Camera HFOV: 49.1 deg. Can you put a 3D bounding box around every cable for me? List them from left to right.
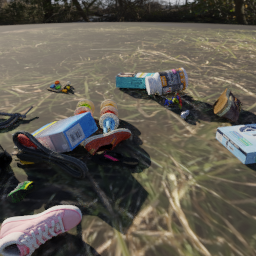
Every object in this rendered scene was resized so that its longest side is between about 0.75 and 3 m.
[{"bbox_3d":[-2.488,0.738,8.686,2.767,1.344,0.696,8,27,12],"label":"cable"}]

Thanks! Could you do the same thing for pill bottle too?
[{"bbox_3d":[2.003,-2.380,14.611,2.026,1.179,1.179,-12,28,-4],"label":"pill bottle"}]

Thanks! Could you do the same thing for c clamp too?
[{"bbox_3d":[-5.635,-0.469,12.283,2.328,0.315,1.988,4,32,4],"label":"c clamp"}]

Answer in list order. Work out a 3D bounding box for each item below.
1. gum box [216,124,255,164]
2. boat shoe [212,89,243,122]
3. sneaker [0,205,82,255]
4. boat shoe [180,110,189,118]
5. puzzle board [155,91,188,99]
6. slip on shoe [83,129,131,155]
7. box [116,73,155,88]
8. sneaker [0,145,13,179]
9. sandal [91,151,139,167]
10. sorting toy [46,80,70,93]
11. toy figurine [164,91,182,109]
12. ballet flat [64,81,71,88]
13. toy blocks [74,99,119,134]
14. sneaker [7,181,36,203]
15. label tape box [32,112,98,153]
[{"bbox_3d":[4.635,0.493,10.072,2.192,0.488,1.863,-6,27,-13],"label":"gum box"},{"bbox_3d":[4.583,-0.973,12.686,1.064,1.066,2.956,36,23,3],"label":"boat shoe"},{"bbox_3d":[-1.917,2.344,6.171,1.830,0.689,0.957,-10,25,-7],"label":"sneaker"},{"bbox_3d":[2.494,-0.640,12.588,0.261,0.276,0.789,10,26,31],"label":"boat shoe"},{"bbox_3d":[2.148,-1.926,15.276,1.353,0.156,1.795,-23,34,-36],"label":"puzzle board"},{"bbox_3d":[-0.649,0.505,10.009,1.973,0.731,0.604,-16,65,-40],"label":"slip on shoe"},{"bbox_3d":[0.732,-2.739,16.093,2.711,0.666,1.115,4,24,14],"label":"box"},{"bbox_3d":[-4.247,0.908,8.934,1.155,0.848,2.553,-2,30,-11],"label":"sneaker"},{"bbox_3d":[-0.424,0.975,9.258,1.574,0.355,0.591,4,27,7],"label":"sandal"},{"bbox_3d":[-3.831,-2.385,15.886,1.371,0.184,1.021,16,47,29],"label":"sorting toy"},{"bbox_3d":[2.148,-1.218,13.679,0.787,0.693,1.313,-22,17,21],"label":"toy figurine"},{"bbox_3d":[-3.520,-2.540,16.336,0.277,0.276,0.811,-21,21,33],"label":"ballet flat"},{"bbox_3d":[-1.311,-0.413,11.513,1.871,0.815,2.245,-1,27,-3],"label":"toy blocks"},{"bbox_3d":[-3.000,1.768,7.780,0.385,0.352,0.903,5,17,25],"label":"sneaker"},{"bbox_3d":[-2.516,0.291,9.950,2.368,0.783,1.697,-15,17,31],"label":"label tape box"}]
